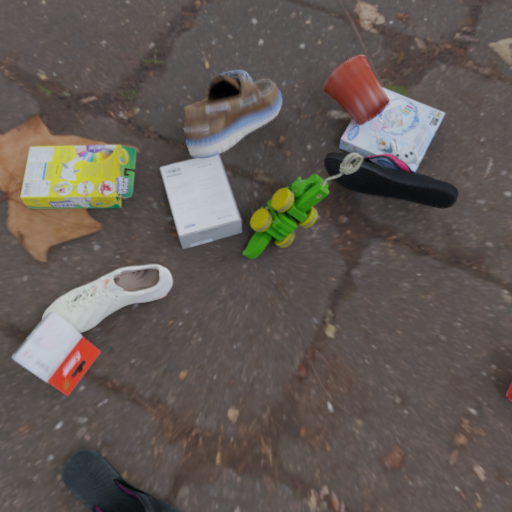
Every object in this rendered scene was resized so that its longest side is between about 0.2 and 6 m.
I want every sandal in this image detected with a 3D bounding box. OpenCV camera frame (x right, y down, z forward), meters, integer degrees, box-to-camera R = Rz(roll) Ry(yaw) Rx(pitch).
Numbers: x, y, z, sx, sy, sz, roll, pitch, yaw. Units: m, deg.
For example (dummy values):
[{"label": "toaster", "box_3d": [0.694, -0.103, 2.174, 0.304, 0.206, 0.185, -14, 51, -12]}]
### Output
[{"label": "sandal", "box_3d": [-2.309, 4.328, 9.595, 2.618, 0.627, 0.984, 31, 70, 12]}, {"label": "sandal", "box_3d": [2.856, -1.714, 11.938, 2.884, 1.083, 0.650, 15, 71, 4]}]

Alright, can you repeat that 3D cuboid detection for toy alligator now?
[{"label": "toy alligator", "box_3d": [0.810, -1.149, 11.352, 3.124, 0.926, 0.848, -42, 41, 21]}]

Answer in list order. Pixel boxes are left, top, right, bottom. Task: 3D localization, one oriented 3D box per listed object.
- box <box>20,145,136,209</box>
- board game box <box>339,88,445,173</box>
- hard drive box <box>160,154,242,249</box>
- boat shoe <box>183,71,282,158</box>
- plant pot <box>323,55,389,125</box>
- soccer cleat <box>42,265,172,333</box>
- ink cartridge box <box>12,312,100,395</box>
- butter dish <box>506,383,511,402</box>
[{"label": "box", "box_3d": [-3.796, -1.735, 12.237, 2.341, 0.566, 1.374, -1, 66, 2]}, {"label": "board game box", "box_3d": [3.099, -2.864, 12.793, 1.801, 0.393, 1.810, 27, 70, 11]}, {"label": "hard drive box", "box_3d": [-1.180, -1.183, 11.930, 1.337, 0.659, 1.715, -15, 68, -6]}, {"label": "boat shoe", "box_3d": [-0.410, -3.235, 11.759, 1.158, 1.161, 3.207, 4, 36, 28]}, {"label": "plant pot", "box_3d": [2.252, -3.556, 12.261, 1.145, 1.145, 1.114, -32, 80, -13]}, {"label": "soccer cleat", "box_3d": [-2.945, 0.763, 10.904, 2.651, 1.028, 0.919, -21, 68, -8]}, {"label": "ink cartridge box", "box_3d": [-3.630, 1.818, 10.351, 1.290, 0.368, 1.049, 43, 66, -20]}, {"label": "butter dish", "box_3d": [5.401, 2.278, 10.409, 1.167, 0.865, 1.170, 22, 112, 13]}]
